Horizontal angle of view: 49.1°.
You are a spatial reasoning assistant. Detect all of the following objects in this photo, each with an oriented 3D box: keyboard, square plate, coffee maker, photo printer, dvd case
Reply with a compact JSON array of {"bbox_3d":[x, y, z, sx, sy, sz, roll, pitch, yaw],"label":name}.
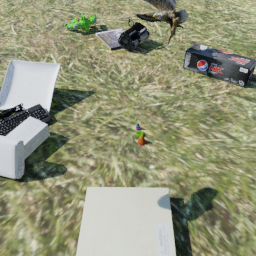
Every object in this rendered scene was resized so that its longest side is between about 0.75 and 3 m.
[{"bbox_3d":[-3.513,-0.198,8.220,2.239,0.444,1.165,-30,54,-30],"label":"keyboard"},{"bbox_3d":[-3.259,-1.348,9.280,1.826,0.262,1.844,6,72,8],"label":"square plate"},{"bbox_3d":[0.148,-4.160,12.618,1.228,0.861,1.279,31,53,20],"label":"coffee maker"},{"bbox_3d":[-3.170,0.665,6.893,1.200,0.999,0.417,11,19,12],"label":"photo printer"},{"bbox_3d":[-0.555,-4.286,13.408,1.435,0.154,1.929,-17,43,-19],"label":"dvd case"}]

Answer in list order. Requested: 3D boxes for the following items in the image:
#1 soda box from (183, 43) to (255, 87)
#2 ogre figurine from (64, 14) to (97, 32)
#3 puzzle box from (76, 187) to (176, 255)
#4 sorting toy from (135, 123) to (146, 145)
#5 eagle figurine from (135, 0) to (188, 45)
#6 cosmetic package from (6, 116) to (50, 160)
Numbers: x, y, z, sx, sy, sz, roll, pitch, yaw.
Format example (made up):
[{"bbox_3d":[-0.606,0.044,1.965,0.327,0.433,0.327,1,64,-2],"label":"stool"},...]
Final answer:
[{"bbox_3d":[3.461,-2.445,10.721,2.532,0.802,0.896,26,46,27],"label":"soda box"},{"bbox_3d":[-2.289,-5.338,14.173,1.688,0.828,1.012,-5,27,-24],"label":"ogre figurine"},{"bbox_3d":[-0.040,2.350,5.355,1.866,0.357,2.805,1,40,1],"label":"puzzle box"},{"bbox_3d":[0.350,0.134,8.069,0.273,0.271,0.788,-6,41,-7],"label":"sorting toy"},{"bbox_3d":[1.161,-4.031,9.821,1.675,1.271,1.264,49,13,20],"label":"eagle figurine"},{"bbox_3d":[-2.788,0.289,7.631,0.680,0.489,1.204,25,48,19],"label":"cosmetic package"}]
